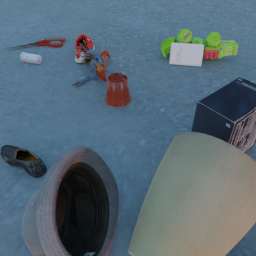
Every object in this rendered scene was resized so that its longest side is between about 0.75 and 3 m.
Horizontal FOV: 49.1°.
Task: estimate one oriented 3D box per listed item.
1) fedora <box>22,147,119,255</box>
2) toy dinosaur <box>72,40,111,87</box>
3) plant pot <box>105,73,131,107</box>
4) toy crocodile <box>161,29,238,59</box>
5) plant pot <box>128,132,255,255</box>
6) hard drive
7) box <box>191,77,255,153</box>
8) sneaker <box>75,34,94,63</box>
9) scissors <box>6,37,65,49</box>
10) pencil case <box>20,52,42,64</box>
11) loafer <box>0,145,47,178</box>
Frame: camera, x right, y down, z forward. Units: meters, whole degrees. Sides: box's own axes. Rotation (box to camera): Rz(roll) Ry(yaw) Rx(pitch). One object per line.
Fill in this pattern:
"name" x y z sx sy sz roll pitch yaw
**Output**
"fedora" -1.075 1.495 5.034 0.999 1.957 2.213 -19 35 24
"toy dinosaur" -1.006 -2.286 9.681 2.248 1.181 2.040 -24 48 -29
"plant pot" -0.314 -1.205 8.648 0.835 0.812 0.835 0 40 0
"toy crocodile" 2.721 -3.098 10.813 2.872 0.969 0.887 10 69 12
"plant pot" 1.020 1.508 4.790 2.005 2.005 2.140 29 64 29
"hard drive" 2.193 -2.762 10.522 1.196 0.789 0.160 6 18 8
"box" 2.366 -0.066 6.627 1.654 1.667 1.028 -30 49 -31
"sneaker" -1.741 -3.364 11.163 0.778 0.858 2.022 -5 40 -6
"scissors" -3.965 -3.632 12.065 2.501 0.174 0.915 -7 43 -6
"pencil case" -3.716 -2.690 10.739 0.818 0.371 0.340 13 53 13
"loafer" -2.527 0.660 6.674 1.394 0.504 0.507 19 45 22
